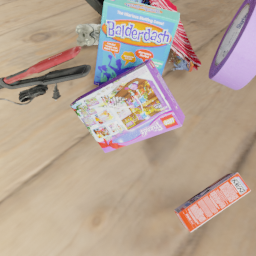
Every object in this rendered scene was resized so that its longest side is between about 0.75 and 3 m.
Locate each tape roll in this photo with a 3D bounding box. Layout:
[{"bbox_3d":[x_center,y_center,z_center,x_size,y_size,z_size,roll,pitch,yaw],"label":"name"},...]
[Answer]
[{"bbox_3d":[2.676,-1.984,6.435,0.700,2.132,2.132,24,45,0],"label":"tape roll"}]

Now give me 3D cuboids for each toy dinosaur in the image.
[{"bbox_3d":[1.350,-1.582,6.785,0.819,0.430,0.743,-8,43,-50],"label":"toy dinosaur"}]

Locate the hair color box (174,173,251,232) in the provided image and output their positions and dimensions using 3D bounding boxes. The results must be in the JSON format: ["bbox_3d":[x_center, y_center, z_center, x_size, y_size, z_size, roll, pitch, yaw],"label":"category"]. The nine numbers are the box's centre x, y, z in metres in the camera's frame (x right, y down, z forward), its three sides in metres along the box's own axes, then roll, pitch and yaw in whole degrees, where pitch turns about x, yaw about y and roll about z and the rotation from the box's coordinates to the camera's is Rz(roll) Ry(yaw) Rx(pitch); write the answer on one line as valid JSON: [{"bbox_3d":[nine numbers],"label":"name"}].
[{"bbox_3d":[1.362,1.212,4.656,1.161,0.644,0.371,-32,78,-4],"label":"hair color box"}]

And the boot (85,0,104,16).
[{"bbox_3d":[-0.333,-4.303,8.580,0.948,1.884,2.520,45,13,-2],"label":"boot"}]

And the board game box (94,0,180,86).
[{"bbox_3d":[0.123,-1.869,6.867,1.691,2.224,0.500,14,44,0],"label":"board game box"}]

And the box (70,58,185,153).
[{"bbox_3d":[-0.046,-0.323,5.252,1.835,1.255,0.359,-21,23,33],"label":"box"}]

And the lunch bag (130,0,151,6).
[{"bbox_3d":[0.478,-4.335,10.140,1.167,0.549,0.879,-5,1,-19],"label":"lunch bag"}]

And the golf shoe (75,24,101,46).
[{"bbox_3d":[-0.633,-3.182,9.636,2.451,0.960,1.192,25,35,30],"label":"golf shoe"}]

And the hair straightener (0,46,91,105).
[{"bbox_3d":[-2.036,-0.942,6.478,2.707,1.042,0.554,-18,36,17],"label":"hair straightener"}]

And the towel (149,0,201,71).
[{"bbox_3d":[1.418,-3.413,9.097,0.327,2.102,2.907,-30,60,29],"label":"towel"}]
